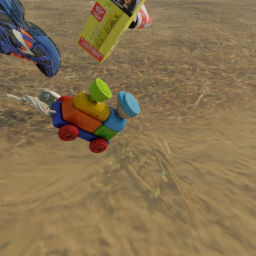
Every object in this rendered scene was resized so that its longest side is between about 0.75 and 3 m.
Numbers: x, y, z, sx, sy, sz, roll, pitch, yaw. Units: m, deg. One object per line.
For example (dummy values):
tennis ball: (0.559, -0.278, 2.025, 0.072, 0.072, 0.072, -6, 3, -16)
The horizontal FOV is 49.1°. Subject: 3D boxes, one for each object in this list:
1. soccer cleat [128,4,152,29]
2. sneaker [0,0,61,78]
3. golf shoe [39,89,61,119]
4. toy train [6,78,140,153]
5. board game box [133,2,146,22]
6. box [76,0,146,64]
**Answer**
soccer cleat: (-0.037, -4.702, 10.286, 0.944, 0.880, 2.580, -16, 71, -40)
sneaker: (-2.291, -1.786, 5.602, 0.939, 2.494, 0.978, 30, 78, 33)
golf shoe: (-1.295, -0.384, 6.142, 1.378, 0.539, 0.670, 42, 34, -12)
toy train: (-0.759, -0.391, 4.521, 1.123, 1.940, 0.821, -36, 49, 25)
board game box: (0.409, -4.161, 8.773, 0.317, 1.285, 1.627, 8, 59, 13)
box: (-0.411, -2.716, 6.874, 0.942, 2.504, 0.628, 40, 54, -8)
